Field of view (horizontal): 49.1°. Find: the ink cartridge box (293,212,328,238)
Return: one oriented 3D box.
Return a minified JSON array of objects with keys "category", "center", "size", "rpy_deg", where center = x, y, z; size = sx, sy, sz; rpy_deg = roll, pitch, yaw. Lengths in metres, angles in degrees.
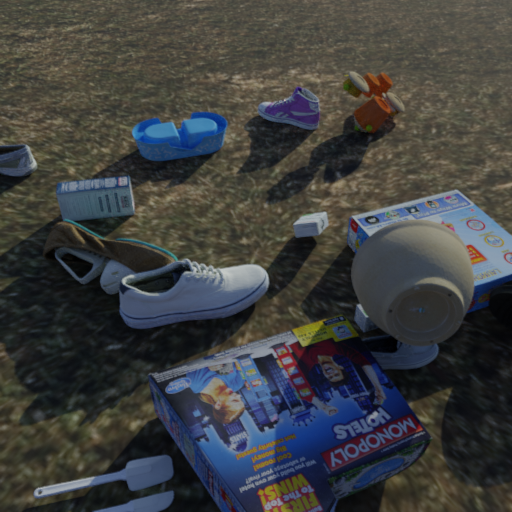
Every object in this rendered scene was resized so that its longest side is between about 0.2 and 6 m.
[{"category":"ink cartridge box","center":[1.141,-0.646,11.661],"size":[0.534,0.303,0.729],"rpy_deg":[-5,18,26]}]

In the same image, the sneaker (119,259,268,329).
[{"category":"sneaker","center":[-1.072,0.559,10.009],"size":[2.761,0.978,1.008],"rpy_deg":[-14,43,-16]}]

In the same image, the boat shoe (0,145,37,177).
[{"category":"boat shoe","center":[-6.511,-2.451,13.687],"size":[2.261,0.725,0.833],"rpy_deg":[8,42,9]}]

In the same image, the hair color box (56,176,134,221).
[{"category":"hair color box","center":[-3.494,-1.245,12.257],"size":[1.543,0.772,0.467],"rpy_deg":[-6,41,-8]}]

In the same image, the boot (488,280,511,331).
[{"category":"boot","center":[5.509,0.604,9.879],"size":[2.702,1.017,2.020],"rpy_deg":[20,51,6]}]

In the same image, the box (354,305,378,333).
[{"category":"box","center":[2.000,1.060,9.878],"size":[0.398,0.400,0.342],"rpy_deg":[-15,41,-17]}]

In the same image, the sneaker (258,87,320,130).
[{"category":"sneaker","center":[0.912,-4.246,15.521],"size":[1.877,1.070,0.680],"rpy_deg":[17,45,20]}]

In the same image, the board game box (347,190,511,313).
[{"category":"board game box","center":[3.561,-0.058,10.909],"size":[2.645,0.739,2.590],"rpy_deg":[-14,43,-16]}]

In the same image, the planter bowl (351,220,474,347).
[{"category":"planter bowl","center":[2.445,0.571,8.541],"size":[1.888,1.888,1.270],"rpy_deg":[3,31,3]}]

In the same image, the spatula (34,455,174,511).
[{"category":"spatula","center":[-1.991,3.390,7.414],"size":[1.881,0.151,1.308],"rpy_deg":[-9,47,-9]}]

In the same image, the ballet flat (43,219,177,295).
[{"category":"ballet flat","center":[-2.897,0.120,10.651],"size":[2.927,0.993,1.059],"rpy_deg":[17,61,21]}]

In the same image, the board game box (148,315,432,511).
[{"category":"board game box","center":[0.514,2.609,7.631],"size":[3.212,0.991,3.210],"rpy_deg":[-14,44,-16]}]

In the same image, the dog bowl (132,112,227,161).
[{"category":"dog bowl","center":[-1.945,-3.074,14.512],"size":[2.439,0.605,1.360],"rpy_deg":[-11,42,-14]}]

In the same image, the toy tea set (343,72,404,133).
[{"category":"toy tea set","center":[3.196,-4.286,15.718],"size":[1.642,1.022,2.761],"rpy_deg":[53,37,6]}]

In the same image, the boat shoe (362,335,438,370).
[{"category":"boat shoe","center":[2.316,1.533,9.224],"size":[1.503,0.535,0.524],"rpy_deg":[-7,41,-8]}]
